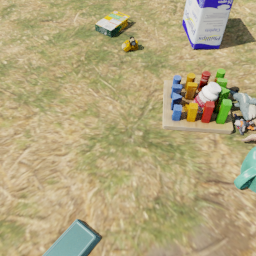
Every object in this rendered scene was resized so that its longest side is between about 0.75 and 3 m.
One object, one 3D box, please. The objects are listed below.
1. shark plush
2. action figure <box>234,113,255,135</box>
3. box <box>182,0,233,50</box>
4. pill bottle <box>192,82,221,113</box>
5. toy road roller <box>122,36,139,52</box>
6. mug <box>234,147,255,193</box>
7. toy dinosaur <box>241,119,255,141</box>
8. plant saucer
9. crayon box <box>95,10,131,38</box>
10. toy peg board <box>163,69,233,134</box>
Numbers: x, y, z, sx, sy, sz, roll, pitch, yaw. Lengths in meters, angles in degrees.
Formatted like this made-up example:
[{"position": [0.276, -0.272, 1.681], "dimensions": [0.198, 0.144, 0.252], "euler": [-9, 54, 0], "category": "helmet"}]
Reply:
[{"position": [4.089, -0.977, 10.130], "dimensions": [0.685, 0.747, 1.644], "euler": [-27, 60, -1], "category": "shark plush"}, {"position": [4.087, -0.224, 9.816], "dimensions": [0.844, 0.456, 0.872], "euler": [-1, 60, -22], "category": "action figure"}, {"position": [3.466, -5.178, 12.630], "dimensions": [1.274, 2.429, 2.234], "euler": [-5, 51, -4], "category": "box"}, {"position": [2.725, -1.054, 9.701], "dimensions": [0.604, 1.070, 0.604], "euler": [14, 48, -16], "category": "pill bottle"}, {"position": [0.147, -3.745, 12.817], "dimensions": [0.751, 0.548, 0.462], "euler": [-31, 47, 22], "category": "toy road roller"}, {"position": [4.109, 1.255, 8.223], "dimensions": [1.401, 1.055, 1.706], "euler": [27, 56, 21], "category": "mug"}, {"position": [4.983, 0.164, 9.160], "dimensions": [2.263, 0.971, 1.534], "euler": [-26, 81, -10], "category": "toy dinosaur"}, {"position": [-1.867, 3.467, 6.949], "dimensions": [0.911, 0.247, 2.604], "euler": [32, 56, 23], "category": "plant saucer"}, {"position": [-0.737, -5.202, 13.963], "dimensions": [1.020, 0.418, 1.622], "euler": [30, 57, 22], "category": "crayon box"}, {"position": [2.540, -1.159, 10.136], "dimensions": [2.413, 1.185, 2.424], "euler": [5, 50, 3], "category": "toy peg board"}]
